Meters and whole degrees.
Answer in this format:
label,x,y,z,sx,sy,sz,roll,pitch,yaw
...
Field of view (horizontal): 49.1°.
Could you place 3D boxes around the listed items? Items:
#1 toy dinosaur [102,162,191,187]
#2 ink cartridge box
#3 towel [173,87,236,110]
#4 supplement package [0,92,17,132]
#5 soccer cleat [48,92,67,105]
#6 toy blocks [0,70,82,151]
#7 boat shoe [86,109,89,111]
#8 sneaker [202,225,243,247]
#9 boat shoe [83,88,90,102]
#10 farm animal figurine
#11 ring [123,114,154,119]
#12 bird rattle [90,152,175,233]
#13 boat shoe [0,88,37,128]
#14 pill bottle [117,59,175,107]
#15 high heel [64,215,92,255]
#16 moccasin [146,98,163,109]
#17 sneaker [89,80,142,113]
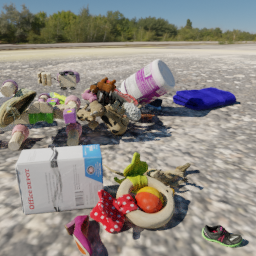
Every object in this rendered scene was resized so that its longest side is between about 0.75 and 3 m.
label,x,y,z,sx,sy,sz,roll,pitch,yaw
toy dinosaur,0.635,1.321,7.388,2.560,0.745,1.294,1,4,-18
ink cartridge box,-1.518,1.171,6.530,1.842,1.332,0.776,-3,21,-9
towel,4.096,-1.666,15.028,2.881,0.714,2.128,-13,23,-31
supplement package,-5.021,-0.670,11.316,0.840,1.436,0.843,-6,21,-16
soccer cleat,-3.359,-1.398,14.158,2.422,0.783,1.013,17,33,41
toy blocks,-2.938,-0.920,10.049,2.590,2.771,2.333,-2,27,-6
boat shoe,-1.647,-0.871,13.558,0.847,0.256,0.313,3,21,8
sneaker,1.849,2.095,5.496,0.762,0.319,0.292,6,21,15
boat shoe,-1.432,-1.501,14.489,2.548,0.913,0.970,12,36,30
farm animal figurine,-0.948,-0.564,10.738,2.416,2.443,1.274,39,51,-1
ring,0.104,-0.520,12.161,2.072,0.199,2.072,1,5,0
bird rattle,0.227,1.521,6.169,1.657,1.145,2.032,21,27,8
boat shoe,-3.436,-0.647,8.662,0.491,0.574,1.567,10,55,21
pill bottle,0.664,-1.842,12.961,2.743,1.540,1.540,-28,4,32
high heel,-0.821,2.047,5.493,0.544,0.382,1.133,-23,26,-26
moccasin,0.957,-1.509,14.122,1.768,0.603,0.712,27,4,18
sneaker,-0.657,-1.231,12.342,2.742,0.969,1.339,37,32,26
